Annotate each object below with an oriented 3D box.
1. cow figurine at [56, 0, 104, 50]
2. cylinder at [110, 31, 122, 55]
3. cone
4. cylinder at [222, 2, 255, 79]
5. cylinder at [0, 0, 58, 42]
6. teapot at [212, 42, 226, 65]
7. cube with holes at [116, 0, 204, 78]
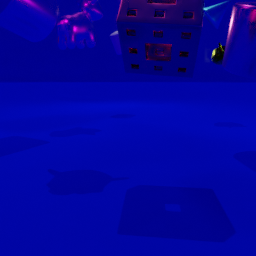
[{"bbox_3d":[-1.420,-3.151,8.166,0.905,1.623,1.649,8,20,39],"label":"cow figurine"},{"bbox_3d":[-0.222,-3.462,11.202,0.786,0.786,0.786,-18,28,10],"label":"cylinder"},{"bbox_3d":[3.100,-3.977,9.417,0.879,0.875,0.875,-40,-1,17],"label":"cone"},{"bbox_3d":[2.449,-1.640,5.171,1.177,1.177,1.177,1,28,-1],"label":"cylinder"},{"bbox_3d":[-2.609,-2.955,6.824,1.290,1.290,1.290,6,-5,31],"label":"cylinder"},{"bbox_3d":[3.058,-2.420,9.105,0.714,0.562,1.148,-12,-10,22],"label":"teapot"},{"bbox_3d":[0.454,-1.362,3.688,0.950,0.950,0.950,6,-25,9],"label":"cube with holes"}]
